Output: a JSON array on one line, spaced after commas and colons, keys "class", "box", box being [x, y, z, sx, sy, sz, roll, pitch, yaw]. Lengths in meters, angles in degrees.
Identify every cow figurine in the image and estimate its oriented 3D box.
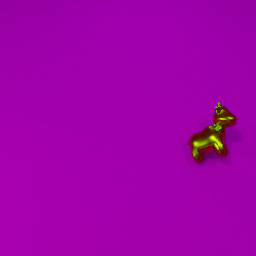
[{"class": "cow figurine", "box": [1.889, 0.093, 6.333, 1.219, 0.669, 1.200, -18, 72, 25]}]
